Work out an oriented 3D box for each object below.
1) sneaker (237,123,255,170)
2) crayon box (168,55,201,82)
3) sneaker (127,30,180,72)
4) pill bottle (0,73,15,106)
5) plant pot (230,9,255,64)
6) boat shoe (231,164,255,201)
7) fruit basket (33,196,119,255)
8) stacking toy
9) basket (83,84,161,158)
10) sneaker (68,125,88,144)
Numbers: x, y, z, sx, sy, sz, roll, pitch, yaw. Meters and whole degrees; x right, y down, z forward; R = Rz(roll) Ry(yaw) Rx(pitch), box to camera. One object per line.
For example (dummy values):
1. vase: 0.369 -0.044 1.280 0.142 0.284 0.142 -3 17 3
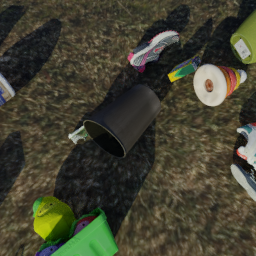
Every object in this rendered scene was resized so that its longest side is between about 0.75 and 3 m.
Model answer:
1. sneaker: 4.463 1.145 9.483 1.375 1.035 2.941 -6 64 13
2. crayon box: 2.183 -2.290 10.744 0.345 1.020 1.182 58 36 -13
3. sneaker: 1.136 -3.152 11.509 2.364 0.953 0.883 -34 87 -8
4. pill bottle: -5.587 -1.003 10.120 1.446 1.446 2.607 41 71 17
5. plant pot: 5.568 -3.753 10.964 2.767 2.589 2.589 -31 68 -6
6. boat shoe: 4.037 1.757 9.329 0.451 0.546 1.457 -32 70 -13
7. fruit basket: -1.887 3.052 8.128 2.727 1.967 2.727 2 78 -11
8. stacking toy: 3.764 -1.835 10.701 2.155 1.575 1.575 -19 65 -24
9. basket: -0.046 -0.338 9.751 2.319 1.577 2.091 -43 38 -23
10. sneaker: -1.599 0.202 10.204 1.110 0.427 0.492 -32 86 -10
